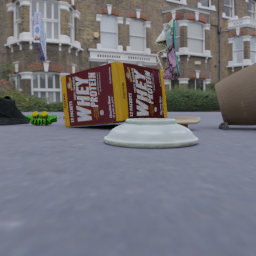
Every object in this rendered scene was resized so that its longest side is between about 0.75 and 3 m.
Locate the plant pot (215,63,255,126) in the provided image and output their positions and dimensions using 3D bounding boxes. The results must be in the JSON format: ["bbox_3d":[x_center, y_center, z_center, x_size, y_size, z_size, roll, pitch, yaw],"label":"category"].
[{"bbox_3d":[4.146,-1.010,9.185,2.253,2.583,2.583,-15,-1,19],"label":"plant pot"}]

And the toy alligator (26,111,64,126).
[{"bbox_3d":[-3.223,-0.305,11.120,1.782,0.528,0.484,1,45,2],"label":"toy alligator"}]

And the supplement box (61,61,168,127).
[{"bbox_3d":[-0.467,-1.109,10.287,2.743,1.846,2.781,-5,1,38],"label":"supplement box"}]

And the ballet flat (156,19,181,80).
[{"bbox_3d":[1.254,-2.503,8.956,0.711,1.998,0.691,-5,-7,11],"label":"ballet flat"}]

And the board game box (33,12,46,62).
[{"bbox_3d":[-2.547,-2.612,8.117,0.205,0.998,0.996,-3,-18,-8],"label":"board game box"}]

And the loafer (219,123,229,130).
[{"bbox_3d":[3.150,-0.076,9.152,0.277,0.242,0.771,0,4,5],"label":"loafer"}]

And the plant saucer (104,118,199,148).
[{"bbox_3d":[0.462,0.055,5.717,1.909,0.479,1.909,0,4,0],"label":"plant saucer"}]

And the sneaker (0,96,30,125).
[{"bbox_3d":[-4.932,-0.770,11.790,0.717,1.246,2.389,2,5,16],"label":"sneaker"}]

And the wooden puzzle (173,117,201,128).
[{"bbox_3d":[1.157,-0.113,9.172,1.847,0.344,1.708,-7,4,-20],"label":"wooden puzzle"}]
